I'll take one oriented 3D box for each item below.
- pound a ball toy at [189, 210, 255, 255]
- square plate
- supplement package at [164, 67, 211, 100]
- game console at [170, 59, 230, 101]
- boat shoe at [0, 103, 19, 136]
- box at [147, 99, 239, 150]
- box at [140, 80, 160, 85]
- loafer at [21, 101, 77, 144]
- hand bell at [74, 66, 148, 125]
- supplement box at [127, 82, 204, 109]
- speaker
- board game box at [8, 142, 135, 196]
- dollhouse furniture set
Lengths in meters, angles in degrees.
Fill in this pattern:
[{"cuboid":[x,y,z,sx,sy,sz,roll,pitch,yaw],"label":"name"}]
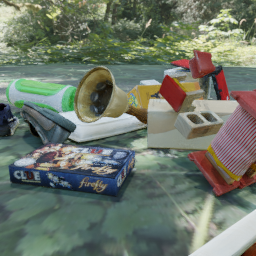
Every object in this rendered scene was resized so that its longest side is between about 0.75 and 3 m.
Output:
[{"cuboid":[0.983,1.008,2.207,2.274,1.483,0.966,-13,20,-38],"label":"pound a ball toy"},{"cuboid":[-1.089,-0.230,8.769,2.589,0.368,2.565,-12,20,-39],"label":"square plate"},{"cuboid":[2.750,-1.909,12.668,1.579,1.521,2.777,7,17,24],"label":"supplement package"},{"cuboid":[3.133,-1.881,11.772,1.669,2.424,2.812,-13,10,26],"label":"game console"},{"cuboid":[-3.683,-0.387,8.459,0.676,0.840,1.811,-6,17,-20],"label":"boat shoe"},{"cuboid":[1.759,-0.107,7.032,2.518,0.979,1.196,1,21,5],"label":"box"},{"cuboid":[0.978,-1.374,11.487,0.803,0.933,0.938,-11,37,-35],"label":"box"},{"cuboid":[-2.348,-0.099,7.431,0.996,0.872,2.771,35,-11,-35],"label":"loafer"},{"cuboid":[0.048,-0.532,7.754,1.439,1.439,2.764,16,-1,44],"label":"hand bell"},{"cuboid":[1.366,-1.036,10.143,2.836,0.944,0.976,-8,-9,-31],"label":"supplement box"},{"cuboid":[-3.089,-1.133,10.291,2.716,1.201,1.201,11,18,20],"label":"speaker"},{"cuboid":[-0.988,0.716,5.378,2.008,0.348,1.361,4,16,14],"label":"board game box"},{"cuboid":[1.515,-0.413,5.181,1.172,1.551,2.882,-7,46,-32],"label":"dollhouse furniture set"}]
